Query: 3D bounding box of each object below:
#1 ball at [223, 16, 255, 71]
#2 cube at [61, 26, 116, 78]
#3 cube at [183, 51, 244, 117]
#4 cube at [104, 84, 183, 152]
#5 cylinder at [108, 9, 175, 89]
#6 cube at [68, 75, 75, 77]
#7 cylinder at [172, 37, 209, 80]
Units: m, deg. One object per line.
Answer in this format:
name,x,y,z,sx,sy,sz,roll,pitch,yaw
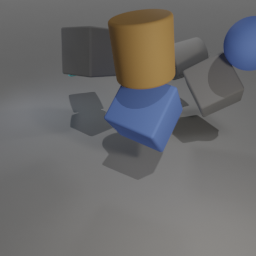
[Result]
ball,3.290,-2.245,7.490,1.400,1.400,1.400,0,29,0
cube,-1.089,-2.359,8.709,1.400,1.400,1.400,15,20,40
cube,2.794,-1.376,9.219,1.400,1.400,1.400,-26,-16,12
cube,0.469,-0.388,7.417,1.400,1.400,1.400,23,79,23
cylinder,0.339,-1.795,6.320,1.400,1.400,1.400,-6,33,4
cube,-1.794,-2.870,11.200,1.400,1.400,1.400,-12,13,-12
cylinder,2.278,-2.778,11.277,1.400,1.400,1.400,-18,33,-10
